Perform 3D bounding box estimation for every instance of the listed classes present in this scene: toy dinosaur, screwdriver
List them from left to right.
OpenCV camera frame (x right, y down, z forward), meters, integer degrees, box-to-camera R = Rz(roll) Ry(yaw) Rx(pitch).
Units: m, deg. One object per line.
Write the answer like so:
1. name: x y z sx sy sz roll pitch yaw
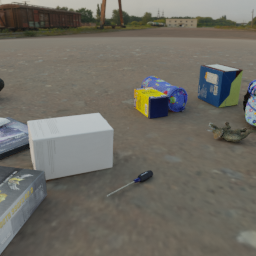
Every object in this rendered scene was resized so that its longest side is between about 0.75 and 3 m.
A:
1. screwdriver: 0.053 1.317 6.745 1.474 0.206 0.215 -14 55 -37
2. toy dinosaur: 3.402 0.219 9.162 1.546 0.595 0.791 20 41 28

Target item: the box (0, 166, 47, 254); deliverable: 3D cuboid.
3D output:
1. box: -3.245 1.682 5.230 2.301 0.702 2.905 5 23 12

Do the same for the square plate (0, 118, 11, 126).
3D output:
1. square plate: -5.237 -0.077 9.672 1.687 0.240 1.671 8 29 38

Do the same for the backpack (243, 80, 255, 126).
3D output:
1. backpack: 5.296 -0.768 10.146 2.037 1.501 2.231 8 25 17

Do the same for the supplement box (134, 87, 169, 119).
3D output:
1. supplement box: 0.939 -1.080 11.676 0.857 0.862 1.575 -9 24 -20

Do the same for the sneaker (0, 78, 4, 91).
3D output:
1. sneaker: -6.441 -1.404 12.541 1.582 1.036 2.739 20 40 29

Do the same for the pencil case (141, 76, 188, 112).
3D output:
1. pencil case: 1.626 -1.593 12.635 1.192 1.071 2.744 -9 24 -21

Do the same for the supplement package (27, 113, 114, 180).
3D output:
1. supplement package: -1.521 0.448 7.455 2.008 1.202 1.217 -8 27 -22

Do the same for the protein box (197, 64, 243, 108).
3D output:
1. protein box: 4.153 -1.975 12.837 1.102 1.621 1.633 -8 24 -19

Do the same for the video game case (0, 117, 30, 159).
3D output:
1. video game case: -4.138 0.257 9.295 2.629 0.249 1.878 19 29 36
